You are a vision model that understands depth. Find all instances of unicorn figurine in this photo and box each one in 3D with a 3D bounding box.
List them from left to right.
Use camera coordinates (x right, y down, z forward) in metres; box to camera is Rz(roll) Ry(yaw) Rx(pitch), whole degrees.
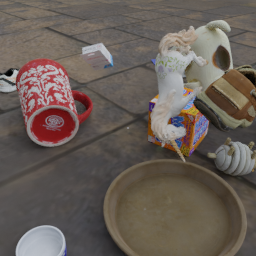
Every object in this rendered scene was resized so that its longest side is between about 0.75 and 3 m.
[{"bbox_3d":[0.856,-0.629,4.934,1.428,2.080,0.768,-22,10,-40],"label":"unicorn figurine"}]

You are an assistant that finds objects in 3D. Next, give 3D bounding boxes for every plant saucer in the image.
[{"bbox_3d":[0.922,1.704,5.819,2.860,0.421,2.860,0,35,0],"label":"plant saucer"}]

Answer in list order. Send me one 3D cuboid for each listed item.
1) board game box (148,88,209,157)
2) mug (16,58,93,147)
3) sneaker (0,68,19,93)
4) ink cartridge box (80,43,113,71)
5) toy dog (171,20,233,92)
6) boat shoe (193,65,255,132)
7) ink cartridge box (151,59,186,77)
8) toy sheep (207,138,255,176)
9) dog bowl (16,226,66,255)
[{"bbox_3d":[1.460,-0.260,7.909,1.321,1.322,1.320,21,39,28],"label":"board game box"},{"bbox_3d":[-2.159,-0.841,8.506,2.300,1.728,2.591,-12,39,-15],"label":"mug"},{"bbox_3d":[-4.263,-2.063,11.120,0.702,0.762,1.904,17,36,26],"label":"sneaker"},{"bbox_3d":[-1.045,-2.412,9.354,0.716,1.243,0.422,-10,76,14],"label":"ink cartridge box"},{"bbox_3d":[2.872,-1.700,9.107,1.974,2.743,2.830,-7,66,-33],"label":"toy dog"},{"bbox_3d":[2.137,-0.613,5.257,1.012,0.988,2.676,44,27,15],"label":"boat shoe"},{"bbox_3d":[2.521,-2.979,12.678,2.413,0.567,2.385,-5,35,-11],"label":"ink cartridge box"},{"bbox_3d":[2.585,0.728,6.846,1.329,0.916,0.916,12,34,-3],"label":"toy sheep"},{"bbox_3d":[-1.561,2.233,5.101,0.851,0.335,0.851,0,34,0],"label":"dog bowl"}]
